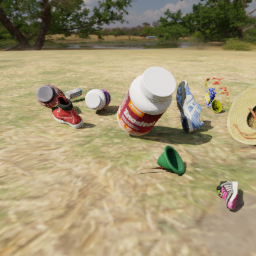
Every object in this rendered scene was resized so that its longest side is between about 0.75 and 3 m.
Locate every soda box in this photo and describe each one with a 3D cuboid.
[{"bbox_3d":[-2.239,-1.409,11.581,0.256,0.275,0.805,24,32,22],"label":"soda box"}]

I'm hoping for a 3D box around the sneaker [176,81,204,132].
[{"bbox_3d":[1.762,-0.636,8.046,0.568,1.475,0.558,-10,1,-8],"label":"sneaker"}]

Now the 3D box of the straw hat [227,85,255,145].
[{"bbox_3d":[3.681,-0.247,7.559,0.796,1.880,1.880,35,-4,-36],"label":"straw hat"}]

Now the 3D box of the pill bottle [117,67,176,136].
[{"bbox_3d":[0.439,-0.638,7.013,1.068,1.068,1.891,-7,-23,-20],"label":"pill bottle"}]

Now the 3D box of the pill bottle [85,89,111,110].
[{"bbox_3d":[-1.063,-1.010,9.914,0.716,0.716,1.274,3,10,9],"label":"pill bottle"}]

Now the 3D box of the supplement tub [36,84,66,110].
[{"bbox_3d":[-2.649,-1.065,9.613,0.797,0.797,1.489,0,-1,0],"label":"supplement tub"}]

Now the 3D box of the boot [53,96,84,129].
[{"bbox_3d":[-1.988,-0.598,8.477,1.401,1.011,0.507,18,54,44],"label":"boot"}]

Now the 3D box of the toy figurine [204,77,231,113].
[{"bbox_3d":[3.240,-1.073,10.496,0.782,1.483,0.888,-7,-24,-5],"label":"toy figurine"}]

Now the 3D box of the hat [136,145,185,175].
[{"bbox_3d":[0.685,0.767,5.821,0.673,0.765,0.634,-34,29,30],"label":"hat"}]

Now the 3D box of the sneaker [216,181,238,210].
[{"bbox_3d":[1.655,1.107,4.715,0.340,0.287,0.777,8,19,21],"label":"sneaker"}]
